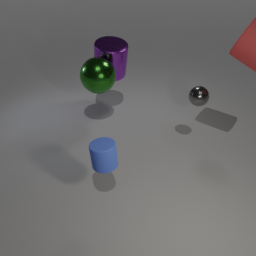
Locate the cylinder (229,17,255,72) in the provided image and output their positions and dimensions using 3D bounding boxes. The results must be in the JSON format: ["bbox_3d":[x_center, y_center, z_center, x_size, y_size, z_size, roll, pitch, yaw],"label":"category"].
[{"bbox_3d":[4.175,-2.529,8.734,1.400,1.400,1.400,39,43,10],"label":"cylinder"}]

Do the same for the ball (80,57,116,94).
[{"bbox_3d":[-1.159,-2.030,10.830,1.400,1.400,1.400,0,32,0],"label":"ball"}]

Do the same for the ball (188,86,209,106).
[{"bbox_3d":[2.440,-1.095,9.639,0.700,0.700,0.700,0,32,0],"label":"ball"}]

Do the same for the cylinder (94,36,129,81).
[{"bbox_3d":[-0.730,-2.908,11.787,1.400,1.400,1.400,4,45,-4],"label":"cylinder"}]

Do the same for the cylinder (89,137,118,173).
[{"bbox_3d":[-0.637,0.710,7.368,0.700,0.700,0.700,-4,30,2],"label":"cylinder"}]
